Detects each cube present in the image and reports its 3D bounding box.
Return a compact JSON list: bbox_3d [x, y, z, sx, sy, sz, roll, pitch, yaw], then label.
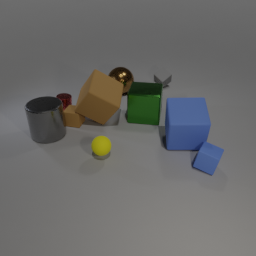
[{"bbox_3d":[2.132,-0.156,10.328,1.400,1.400,1.400,0,47,3],"label":"cube"},{"bbox_3d":[2.697,1.004,9.376,0.700,0.700,0.700,25,36,18],"label":"cube"},{"bbox_3d":[0.762,-1.101,12.309,1.400,1.400,1.400,5,32,8],"label":"cube"},{"bbox_3d":[-1.182,-1.260,11.596,1.400,1.400,1.400,26,47,-21],"label":"cube"},{"bbox_3d":[1.881,-2.724,15.212,0.700,0.700,0.700,-39,70,-11],"label":"cube"},{"bbox_3d":[-2.298,-0.506,12.011,0.700,0.700,0.700,7,32,12],"label":"cube"}]

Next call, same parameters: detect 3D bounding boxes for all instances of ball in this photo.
[{"bbox_3d":[-0.381,-2.471,14.564,1.400,1.400,1.400,0,31,0],"label":"ball"},{"bbox_3d":[-0.930,0.622,9.785,0.700,0.700,0.700,0,31,0],"label":"ball"}]

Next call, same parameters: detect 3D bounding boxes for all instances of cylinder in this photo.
[{"bbox_3d":[-2.969,-1.171,13.044,0.700,0.700,0.700,4,30,-2],"label":"cylinder"},{"bbox_3d":[-3.222,-0.336,11.054,1.400,1.400,1.400,0,32,0],"label":"cylinder"}]
